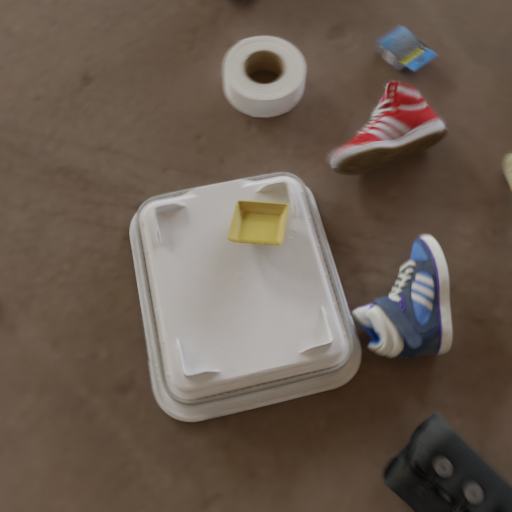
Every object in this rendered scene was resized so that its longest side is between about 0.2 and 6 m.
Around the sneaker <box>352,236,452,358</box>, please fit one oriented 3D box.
[{"bbox_3d":[2.174,0.610,8.642,1.406,0.774,1.921,-1,73,-5],"label":"sneaker"}]

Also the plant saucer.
[{"bbox_3d":[0.045,-0.470,8.620,0.836,0.203,0.836,5,52,8],"label":"plant saucer"}]

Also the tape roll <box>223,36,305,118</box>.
[{"bbox_3d":[0.141,-3.333,10.391,1.511,0.529,1.511,0,68,0],"label":"tape roll"}]

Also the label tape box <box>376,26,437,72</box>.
[{"bbox_3d":[2.870,-3.888,10.746,0.666,0.292,0.923,-36,72,-14],"label":"label tape box"}]

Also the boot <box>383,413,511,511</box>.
[{"bbox_3d":[3.319,3.080,7.503,2.587,0.849,2.132,39,76,23],"label":"boot"}]

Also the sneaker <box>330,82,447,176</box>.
[{"bbox_3d":[2.103,-2.257,9.811,2.222,0.791,1.250,-20,72,-15],"label":"sneaker"}]

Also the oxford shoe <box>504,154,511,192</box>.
[{"bbox_3d":[4.582,-1.063,9.085,0.730,0.761,2.062,-39,44,25],"label":"oxford shoe"}]

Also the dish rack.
[{"bbox_3d":[-0.262,0.392,8.727,3.239,0.822,3.774,-12,67,-5],"label":"dish rack"}]
